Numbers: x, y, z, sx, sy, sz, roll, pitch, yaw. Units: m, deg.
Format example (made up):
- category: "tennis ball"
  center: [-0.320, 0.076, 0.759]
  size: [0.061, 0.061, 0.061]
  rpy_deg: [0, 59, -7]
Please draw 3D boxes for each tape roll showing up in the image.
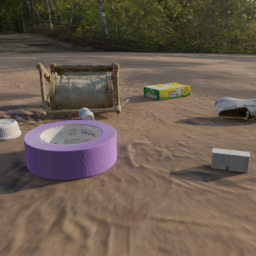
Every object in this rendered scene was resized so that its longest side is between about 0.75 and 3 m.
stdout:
- category: "tape roll"
  center: [-1.353, 0.440, 6.790]
  size: [2.157, 0.708, 2.157]
  rpy_deg: [1, 19, 0]

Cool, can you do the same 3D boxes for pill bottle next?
- category: "pill bottle"
  center: [-1.450, -0.419, 9.786]
  size: [0.429, 0.429, 0.788]
  rpy_deg: [-7, 20, -20]

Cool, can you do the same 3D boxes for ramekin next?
- category: "ramekin"
  center: [-3.737, 0.038, 8.407]
  size: [0.932, 0.434, 0.932]
  rpy_deg: [-1, 19, 0]

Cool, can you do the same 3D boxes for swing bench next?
- category: "swing bench"
  center: [-1.844, -1.679, 11.382]
  size: [2.964, 1.933, 2.980]
  rpy_deg: [-2, 13, -4]

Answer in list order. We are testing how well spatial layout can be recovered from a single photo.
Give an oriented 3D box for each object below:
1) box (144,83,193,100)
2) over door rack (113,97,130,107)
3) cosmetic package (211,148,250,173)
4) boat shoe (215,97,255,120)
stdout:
- category: "box"
  center: [2.064, -1.873, 13.972]
  size: [2.288, 0.553, 1.343]
  rpy_deg: [-14, 22, -28]
- category: "over door rack"
  center: [-0.420, -1.038, 11.774]
  size: [0.652, 0.294, 0.882]
  rpy_deg: [18, 33, 22]
- category: "cosmetic package"
  center: [2.323, 0.733, 6.388]
  size: [0.812, 0.413, 0.300]
  rpy_deg: [5, 19, 18]
- category: "boat shoe"
  center: [4.314, -0.607, 10.070]
  size: [2.279, 0.808, 0.796]
  rpy_deg: [6, 46, 6]
